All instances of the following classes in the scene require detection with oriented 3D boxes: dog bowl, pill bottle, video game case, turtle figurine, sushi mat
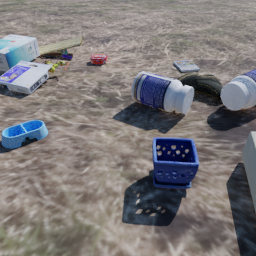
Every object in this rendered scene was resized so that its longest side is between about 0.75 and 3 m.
[{"bbox_3d":[-3.074,0.141,8.310,1.356,0.336,0.756,-22,39,-29],"label":"dog bowl"},{"bbox_3d":[1.189,-1.202,9.650,1.955,1.132,1.132,21,38,29],"label":"pill bottle"},{"bbox_3d":[2.760,-2.942,13.274,0.878,0.110,1.226,-7,34,-9],"label":"video game case"},{"bbox_3d":[4.287,-1.361,9.849,2.038,1.179,1.179,-22,39,-31],"label":"pill bottle"},{"bbox_3d":[-3.576,-2.608,12.215,1.803,0.580,1.454,-38,37,-19],"label":"turtle figurine"},{"bbox_3d":[-3.678,-4.321,14.803,2.636,0.160,1.261,-13,35,4],"label":"sushi mat"}]

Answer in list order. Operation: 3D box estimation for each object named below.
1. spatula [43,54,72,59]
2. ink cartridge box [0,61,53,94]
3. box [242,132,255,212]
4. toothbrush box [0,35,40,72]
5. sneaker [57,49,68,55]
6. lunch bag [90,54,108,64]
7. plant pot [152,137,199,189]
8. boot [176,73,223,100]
[{"bbox_3d":[-3.620,-3.649,14.324,1.484,0.152,0.419,-1,33,-1],"label":"spatula"},{"bbox_3d":[-4.227,-2.125,11.543,1.726,0.378,1.742,13,46,20],"label":"ink cartridge box"},{"bbox_3d":[3.302,1.143,6.207,1.014,0.844,2.468,6,36,6],"label":"box"},{"bbox_3d":[-5.612,-3.622,13.441,1.637,0.953,2.235,13,38,19],"label":"toothbrush box"},{"bbox_3d":[-3.412,-4.141,14.917,0.438,0.373,0.961,-21,40,-36],"label":"sneaker"},{"bbox_3d":[-1.430,-3.364,13.750,0.827,0.339,0.728,3,38,6],"label":"lunch bag"},{"bbox_3d":[1.066,0.870,6.650,1.014,0.912,1.014,3,33,3],"label":"plant pot"},{"bbox_3d":[2.830,-1.485,10.525,1.926,0.746,1.332,-11,39,-15],"label":"boot"}]
